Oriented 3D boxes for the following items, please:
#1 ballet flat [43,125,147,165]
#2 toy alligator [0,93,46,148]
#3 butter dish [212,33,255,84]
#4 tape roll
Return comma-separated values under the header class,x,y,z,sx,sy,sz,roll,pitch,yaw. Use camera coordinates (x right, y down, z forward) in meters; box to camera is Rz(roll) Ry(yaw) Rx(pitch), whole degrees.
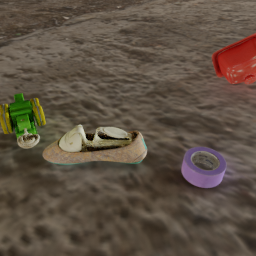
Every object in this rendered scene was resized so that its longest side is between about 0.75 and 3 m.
class,x,y,z,sx,sy,sz,roll,pitch,yaw
ballet flat,-0.738,0.293,5.825,2.247,0.756,0.765,-2,40,4
toy alligator,-2.239,0.014,6.123,0.877,0.802,2.958,-15,29,-19
butter dish,3.353,-1.770,8.101,1.499,1.494,1.108,-22,63,17
tape roll,1.508,0.770,5.594,0.825,0.350,0.825,2,38,-1
